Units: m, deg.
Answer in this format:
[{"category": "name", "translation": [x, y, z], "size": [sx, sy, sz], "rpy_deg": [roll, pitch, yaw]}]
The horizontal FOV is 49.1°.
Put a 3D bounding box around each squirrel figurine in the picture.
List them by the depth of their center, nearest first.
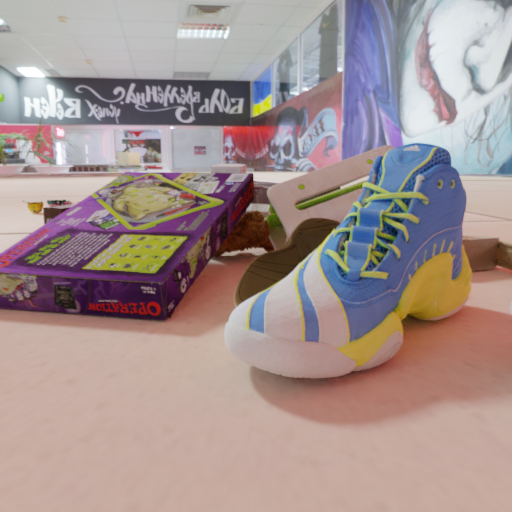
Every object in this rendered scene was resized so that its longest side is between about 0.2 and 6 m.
[{"category": "squirrel figurine", "translation": [-0.202, -0.350, 9.338], "size": [1.279, 0.970, 1.370], "rpy_deg": [10, 6, -15]}]

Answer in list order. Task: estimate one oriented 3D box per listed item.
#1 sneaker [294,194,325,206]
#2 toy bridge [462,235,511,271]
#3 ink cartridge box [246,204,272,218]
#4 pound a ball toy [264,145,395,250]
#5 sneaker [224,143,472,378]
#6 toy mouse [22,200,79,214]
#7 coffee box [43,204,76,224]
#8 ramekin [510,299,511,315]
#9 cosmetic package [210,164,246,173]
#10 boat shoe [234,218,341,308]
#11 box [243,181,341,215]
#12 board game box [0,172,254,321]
[{"category": "sneaker", "translation": [1.385, -0.831, 11.137], "size": [2.303, 1.045, 0.875], "rpy_deg": [-2, 3, -19]}, {"category": "toy bridge", "translation": [3.035, -0.020, 8.248], "size": [1.275, 0.516, 3.792], "rpy_deg": [-4, 11, -22]}, {"category": "ink cartridge box", "translation": [0.357, -0.534, 10.099], "size": [0.838, 0.952, 0.213], "rpy_deg": [4, 52, 26]}, {"category": "pound a ball toy", "translation": [1.520, -0.666, 9.321], "size": [2.677, 1.137, 1.745], "rpy_deg": [-20, -23, -13]}, {"category": "sneaker", "translation": [1.001, -0.136, 5.259], "size": [1.325, 1.838, 3.500], "rpy_deg": [8, 13, 37]}, {"category": "toy mouse", "translation": [-5.751, -1.412, 16.205], "size": [1.546, 0.337, 1.740], "rpy_deg": [-8, 13, -34]}, {"category": "coffee box", "translation": [-3.520, -0.658, 11.080], "size": [0.513, 0.736, 1.288], "rpy_deg": [6, 11, 27]}, {"category": "ramekin", "translation": [2.607, 0.683, 4.216], "size": [1.328, 0.618, 1.328], "rpy_deg": [0, 11, 0]}, {"category": "cosmetic package", "translation": [-0.568, -1.703, 11.840], "size": [0.647, 0.471, 1.273], "rpy_deg": [1, 10, 3]}, {"category": "boat shoe", "translation": [0.444, 0.259, 6.434], "size": [0.758, 0.682, 2.101], "rpy_deg": [13, 33, 23]}, {"category": "box", "translation": [-0.612, -1.208, 13.235], "size": [3.296, 1.006, 4.161], "rpy_deg": [-9, 14, -41]}, {"category": "board game box", "translation": [-1.581, -0.374, 7.651], "size": [2.319, 0.624, 3.863], "rpy_deg": [7, 26, 13]}]
